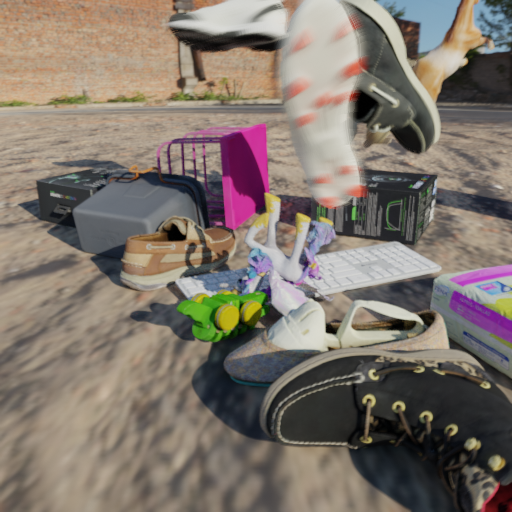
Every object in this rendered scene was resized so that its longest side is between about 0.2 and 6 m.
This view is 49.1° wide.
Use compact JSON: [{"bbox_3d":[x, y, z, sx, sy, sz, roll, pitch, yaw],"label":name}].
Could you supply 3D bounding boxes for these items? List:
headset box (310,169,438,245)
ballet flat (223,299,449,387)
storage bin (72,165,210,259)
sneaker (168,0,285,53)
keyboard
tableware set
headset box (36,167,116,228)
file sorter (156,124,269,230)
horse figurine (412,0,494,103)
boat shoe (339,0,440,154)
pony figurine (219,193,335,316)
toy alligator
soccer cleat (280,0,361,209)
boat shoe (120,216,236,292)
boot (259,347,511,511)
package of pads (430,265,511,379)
[{"bbox_3d":[2.483,-1.164,12.054,2.385,1.106,2.077,9,21,25],"label":"headset box"},{"bbox_3d":[0.905,0.911,6.327,2.563,0.862,0.872,-2,22,-6],"label":"ballet flat"},{"bbox_3d":[-2.224,-0.750,10.450,2.233,1.625,1.500,9,31,24],"label":"storage bin"},{"bbox_3d":[-0.582,-4.905,11.765,2.536,1.014,0.935,5,-9,7],"label":"sneaker"},{"bbox_3d":[0.956,0.317,9.079,4.367,0.233,1.229,-10,21,-25],"label":"keyboard"},{"bbox_3d":[2.435,-3.152,12.043,0.269,2.316,1.935,27,-12,-30],"label":"tableware set"},{"bbox_3d":[-3.659,-1.328,12.751,1.800,0.959,2.068,12,22,29],"label":"headset box"},{"bbox_3d":[-0.935,-1.947,13.131,1.771,1.962,2.823,3,19,17],"label":"file sorter"},{"bbox_3d":[3.472,-3.526,10.407,0.647,2.593,1.719,48,17,27],"label":"horse figurine"},{"bbox_3d":[1.904,-2.538,8.875,1.245,1.172,3.467,40,4,39],"label":"boat shoe"},{"bbox_3d":[0.422,0.177,7.691,1.576,1.632,1.359,24,18,6],"label":"pony figurine"},{"bbox_3d":[-0.214,0.779,7.314,0.616,0.564,2.079,18,14,40],"label":"toy alligator"},{"bbox_3d":[0.833,-2.031,7.725,1.052,3.035,1.177,-18,40,-5],"label":"soccer cleat"},{"bbox_3d":[-1.210,-0.194,9.490,0.967,0.917,2.553,12,22,31],"label":"boat shoe"},{"bbox_3d":[1.369,1.514,4.676,2.354,0.861,1.772,0,17,-19],"label":"boot"},{"bbox_3d":[3.754,0.744,6.830,2.524,0.861,1.950,-7,20,-20],"label":"package of pads"}]
